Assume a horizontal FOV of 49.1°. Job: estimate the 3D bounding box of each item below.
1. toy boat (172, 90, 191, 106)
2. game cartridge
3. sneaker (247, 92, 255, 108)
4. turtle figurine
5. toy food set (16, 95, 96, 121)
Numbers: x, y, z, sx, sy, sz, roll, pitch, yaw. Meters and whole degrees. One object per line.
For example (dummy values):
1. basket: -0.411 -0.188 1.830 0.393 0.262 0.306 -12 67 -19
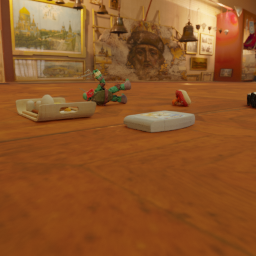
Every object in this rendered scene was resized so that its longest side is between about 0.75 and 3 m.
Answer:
1. toy boat: 2.433 -1.324 13.192 0.774 0.772 1.184 -31 13 0
2. game cartridge: 1.014 -0.220 8.243 1.959 0.407 1.304 -10 11 -41
3. sneaker: 5.895 -1.293 12.594 0.730 0.717 1.895 -1 12 12
4. turtle figurine: -1.238 -1.678 13.273 2.666 1.342 1.996 -4 -29 -26
5. toy food set: -2.682 -0.859 10.122 1.986 0.836 2.768 -8 14 -35
